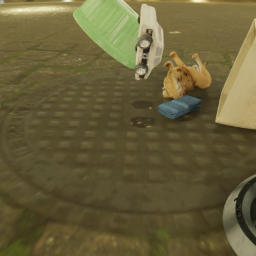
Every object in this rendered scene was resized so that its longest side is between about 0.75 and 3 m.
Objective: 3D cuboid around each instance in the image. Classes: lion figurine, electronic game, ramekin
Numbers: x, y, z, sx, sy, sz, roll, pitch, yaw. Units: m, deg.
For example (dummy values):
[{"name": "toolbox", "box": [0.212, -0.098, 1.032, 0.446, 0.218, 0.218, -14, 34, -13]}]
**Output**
[{"name": "lion figurine", "box": [2.403, -1.919, 10.545, 2.898, 1.050, 1.775, -10, 62, -30]}, {"name": "electronic game", "box": [2.952, 1.488, 4.532, 2.717, 0.565, 2.717, -17, 25, 8]}, {"name": "ramekin", "box": [-0.229, -2.390, 6.557, 1.912, 0.934, 1.912, 38, 21, -17]}]

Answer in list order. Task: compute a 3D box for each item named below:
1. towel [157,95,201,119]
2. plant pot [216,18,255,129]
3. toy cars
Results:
[{"name": "towel", "box": [1.679, -0.684, 9.115, 1.395, 0.338, 0.779, -22, 36, -32]}, {"name": "plant pot", "box": [4.351, -1.399, 8.316, 2.367, 2.673, 2.670, 21, 34, 11]}, {"name": "toy cars", "box": [0.423, -1.904, 4.235, 0.531, 2.397, 1.075, 3, 16, -1]}]
